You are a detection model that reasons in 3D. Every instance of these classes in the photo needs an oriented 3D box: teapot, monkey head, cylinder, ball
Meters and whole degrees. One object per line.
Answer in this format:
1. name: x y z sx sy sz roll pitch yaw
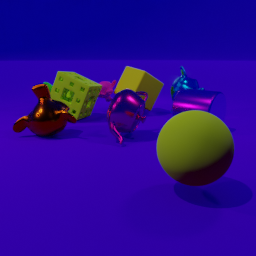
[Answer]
1. teapot: -0.001 -0.348 7.471 0.957 1.216 1.955 24 55 14
2. monkey head: -2.273 -0.444 7.635 1.826 1.313 1.100 -9 38 10
3. monkey head: 1.978 -1.224 9.438 0.981 1.628 1.171 10 7 -13
4. monkey head: -0.861 -1.387 10.610 1.045 0.752 0.629 -20 58 7
5. cylinder: 2.104 -0.527 8.278 1.192 1.192 1.192 13 20 39
6. ball: 1.052 0.316 4.439 1.189 1.189 1.189 0 15 0

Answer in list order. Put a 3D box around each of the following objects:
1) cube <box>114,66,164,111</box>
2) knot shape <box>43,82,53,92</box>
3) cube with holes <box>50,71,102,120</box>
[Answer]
1. cube: 0.398 -1.488 10.557 1.151 1.151 1.151 24 4 -42
2. knot shape: -3.052 -1.599 12.156 1.547 0.764 1.653 14 21 35
3. cube with holes: -1.825 -1.148 9.692 1.202 1.202 1.202 26 15 9
